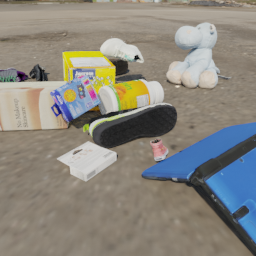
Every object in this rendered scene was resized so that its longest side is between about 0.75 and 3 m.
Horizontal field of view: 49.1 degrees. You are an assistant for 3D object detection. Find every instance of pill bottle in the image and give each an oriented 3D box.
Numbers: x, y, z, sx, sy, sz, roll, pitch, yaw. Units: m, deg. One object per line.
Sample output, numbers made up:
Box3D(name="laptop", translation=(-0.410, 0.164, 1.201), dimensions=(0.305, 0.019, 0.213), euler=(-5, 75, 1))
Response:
Box3D(name="pill bottle", translation=(0.118, -0.834, 7.878), dimensions=(1.739, 0.966, 0.966), euler=(-16, 31, -29))

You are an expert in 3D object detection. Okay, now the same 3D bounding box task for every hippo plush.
Box3D(name="hippo plush", translation=(2.717, -2.719, 10.310), dimensions=(2.608, 2.097, 2.077), euler=(-4, 27, -8))

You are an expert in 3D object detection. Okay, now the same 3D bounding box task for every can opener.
Box3D(name="can opener", translation=(-3.424, -2.037, 10.904), dimensions=(0.518, 0.642, 1.633), euler=(30, 11, -37))

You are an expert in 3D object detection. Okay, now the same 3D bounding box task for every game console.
Box3D(name="game console", translation=(2.146, 0.874, 5.041), dimensions=(2.842, 1.682, 2.426), euler=(-23, 64, -30))

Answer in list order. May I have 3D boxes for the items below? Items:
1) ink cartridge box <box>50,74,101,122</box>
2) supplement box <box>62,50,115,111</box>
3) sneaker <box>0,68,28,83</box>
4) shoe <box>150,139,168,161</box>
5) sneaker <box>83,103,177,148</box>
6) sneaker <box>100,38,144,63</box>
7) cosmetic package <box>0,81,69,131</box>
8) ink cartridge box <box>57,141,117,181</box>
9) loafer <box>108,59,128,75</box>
Box3D(name="ink cartridge box", translation=(-1.312, -0.667, 6.636), dimensions=(1.108, 0.756, 0.423), euler=(-33, 26, -17))
Box3D(name="supplement box", translation=(-1.310, -1.581, 8.912), dimensions=(1.306, 1.314, 2.400), euler=(-5, 27, -15))
Box3D(name="sneaker", translation=(-4.441, -1.846, 10.277), dimensions=(0.743, 0.631, 1.697), euler=(13, 29, 14))
Box3D(name="shoe", translation=(0.652, 0.393, 5.827), dimensions=(0.289, 0.368, 0.809), euler=(-12, 7, 13))
Box3D(name="sneaker", translation=(0.076, -0.241, 6.835), dimensions=(2.342, 0.840, 0.970), euler=(-12, 31, -22))
Box3D(name="sneaker", translation=(-0.113, -2.410, 9.030), dimensions=(1.603, 0.603, 0.709), euler=(-4, 48, -41))
Box3D(name="cosmetic package", translation=(-2.607, -0.578, 7.270), dimensions=(2.090, 1.080, 0.912), euler=(-3, 26, -3))
Box3D(name="ink cartridge box", translation=(-0.838, 0.658, 5.792), dimensions=(0.828, 0.210, 0.939), euler=(19, 32, 33))
Box3D(name="loafer", translation=(-1.030, -2.389, 11.315), dimensions=(2.136, 0.780, 0.758), euler=(-11, 19, -32))
